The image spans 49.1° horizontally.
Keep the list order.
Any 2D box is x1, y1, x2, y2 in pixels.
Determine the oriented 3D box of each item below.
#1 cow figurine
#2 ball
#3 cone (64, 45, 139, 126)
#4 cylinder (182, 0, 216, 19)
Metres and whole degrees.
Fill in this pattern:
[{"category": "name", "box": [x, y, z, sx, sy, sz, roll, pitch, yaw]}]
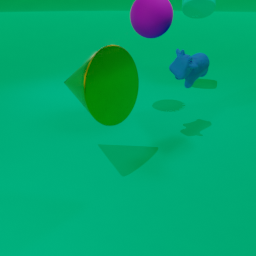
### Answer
[{"category": "cow figurine", "box": [1.591, -1.585, 7.032, 1.290, 1.269, 0.708, -35, 69, -19]}, {"category": "ball", "box": [0.668, -3.189, 7.968, 1.225, 1.225, 1.225, 0, 25, 0]}, {"category": "cone", "box": [-0.822, -0.886, 5.678, 1.500, 1.494, 1.494, 11, 26, 38]}, {"category": "cylinder", "box": [2.587, -4.823, 10.168, 1.179, 1.179, 1.179, 6, -12, 1]}]
